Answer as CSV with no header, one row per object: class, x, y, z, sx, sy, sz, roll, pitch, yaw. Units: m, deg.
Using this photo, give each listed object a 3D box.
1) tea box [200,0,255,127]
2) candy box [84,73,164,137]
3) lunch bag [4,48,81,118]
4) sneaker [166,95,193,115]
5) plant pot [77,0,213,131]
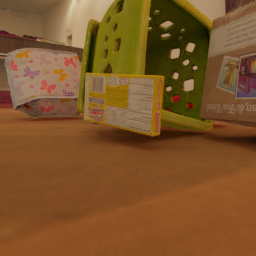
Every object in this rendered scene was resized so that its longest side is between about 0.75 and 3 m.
tea box,3.219,-0.839,4.394,2.889,1.962,2.937,5,4,-19
candy box,-0.148,-0.438,4.537,0.224,0.865,1.693,-9,16,-43
lunch bag,-3.153,-1.692,10.739,2.756,2.338,1.752,-4,-27,-39
sneaker,1.794,-0.695,7.578,2.096,0.821,1.211,6,-17,-25
plant pot,0.342,-1.260,6.218,2.524,2.511,2.290,12,-10,-42
